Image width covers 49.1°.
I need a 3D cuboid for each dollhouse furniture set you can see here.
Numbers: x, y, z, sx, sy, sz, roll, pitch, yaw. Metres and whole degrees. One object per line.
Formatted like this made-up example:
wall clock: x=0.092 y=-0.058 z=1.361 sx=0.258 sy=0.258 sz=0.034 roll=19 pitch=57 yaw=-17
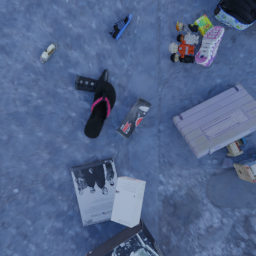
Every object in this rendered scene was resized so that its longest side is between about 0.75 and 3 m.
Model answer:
dollhouse furniture set: x=4.141 y=0.790 z=9.429 sx=1.177 sy=1.171 sz=1.670 roll=-25 pitch=87 yaw=-1

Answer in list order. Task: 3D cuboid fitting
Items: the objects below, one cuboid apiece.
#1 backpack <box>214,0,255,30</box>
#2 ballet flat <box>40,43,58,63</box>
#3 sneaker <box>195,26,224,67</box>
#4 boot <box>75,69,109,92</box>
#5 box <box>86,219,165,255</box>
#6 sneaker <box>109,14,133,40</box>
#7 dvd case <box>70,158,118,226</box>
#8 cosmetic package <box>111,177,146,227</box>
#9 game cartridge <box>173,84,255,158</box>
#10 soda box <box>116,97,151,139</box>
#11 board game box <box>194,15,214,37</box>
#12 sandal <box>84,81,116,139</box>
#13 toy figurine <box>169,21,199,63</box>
backpack: x=3.840 y=-4.107 z=9.752 sx=1.353 sy=0.994 sz=1.238 roll=37 pitch=87 yaw=3
ballet flat: x=-2.880 y=-2.723 z=10.042 sx=0.311 sy=0.311 sz=0.866 roll=42 pitch=88 yaw=2
sneaker: x=2.927 y=-2.826 z=9.884 sx=0.612 sy=0.673 sz=1.522 roll=27 pitch=89 yaw=40
boot: x=-1.295 y=-1.730 z=9.987 sx=1.117 sy=0.367 sz=0.921 roll=9 pitch=85 yaw=5
box: x=0.109 y=4.687 z=9.130 sx=2.328 sy=1.443 sz=2.288 roll=-33 pitch=86 yaw=-2
sneaker: x=-0.251 y=-3.696 z=10.048 sx=0.416 sy=0.374 sz=1.067 roll=35 pitch=89 yaw=-6
dvd case: x=-1.035 y=2.229 z=9.820 sx=1.562 sy=0.257 sz=2.079 roll=-13 pitch=88 yaw=-1
cosmetic package: x=0.011 y=1.965 z=7.552 sx=0.674 sy=0.484 sz=1.194 roll=7 pitch=87 yaw=28
game cartridge: x=3.108 y=-0.240 z=9.462 sx=2.683 sy=0.515 sz=1.739 roll=-27 pitch=61 yaw=-1
soda box: x=0.202 y=-0.346 z=9.839 sx=0.522 sy=0.467 sz=1.475 roll=35 pitch=88 yaw=2
board game box: x=2.835 y=-3.591 z=10.124 sx=0.446 sy=0.209 sz=0.877 roll=-33 pitch=88 yaw=-2
sandal: x=-0.951 y=-0.592 z=9.704 sx=0.780 sy=0.468 sz=2.076 roll=19 pitch=95 yaw=-8
toy figurine: x=1.915 y=-2.898 z=9.616 sx=0.852 sy=1.224 sz=1.205 roll=11 pitch=84 yaw=16
